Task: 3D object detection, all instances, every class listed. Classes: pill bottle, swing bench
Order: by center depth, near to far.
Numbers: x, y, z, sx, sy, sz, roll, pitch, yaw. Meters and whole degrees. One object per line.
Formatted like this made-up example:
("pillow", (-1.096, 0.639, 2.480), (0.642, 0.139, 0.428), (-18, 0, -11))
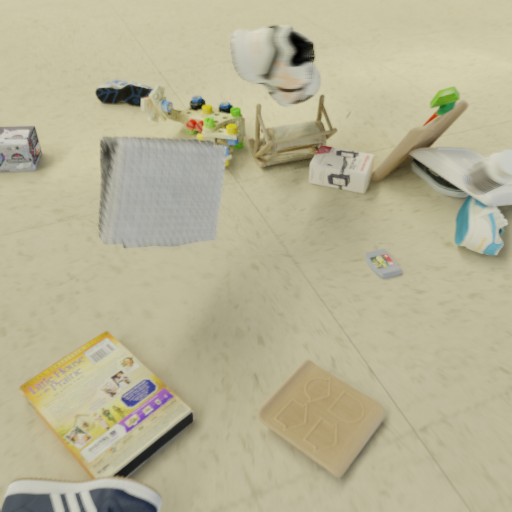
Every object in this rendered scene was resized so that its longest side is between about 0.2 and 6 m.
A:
("pill bottle", (2.698, -0.953, 6.382), (0.366, 0.644, 0.366), (3, 79, -14))
("swing bench", (0.838, -2.879, 13.592), (1.702, 1.711, 1.110), (-13, 73, -11))

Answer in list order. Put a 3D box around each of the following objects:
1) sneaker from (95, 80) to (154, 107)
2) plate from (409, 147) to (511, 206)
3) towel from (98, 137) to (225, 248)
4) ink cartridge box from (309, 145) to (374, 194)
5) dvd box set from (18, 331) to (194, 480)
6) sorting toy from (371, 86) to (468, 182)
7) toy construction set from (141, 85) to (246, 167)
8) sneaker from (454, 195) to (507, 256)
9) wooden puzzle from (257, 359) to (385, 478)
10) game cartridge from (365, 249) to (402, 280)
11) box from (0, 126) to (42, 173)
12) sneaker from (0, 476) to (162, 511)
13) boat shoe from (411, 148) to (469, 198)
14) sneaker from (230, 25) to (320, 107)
("sneaker", (-3.721, -4.853, 16.409), (1.890, 0.715, 0.728), (9, 45, 8))
("plate", (4.965, -1.890, 12.625), (2.293, 0.371, 2.298), (-6, 41, -39))
("towel", (-1.552, -1.041, 8.982), (2.065, 1.710, 0.884), (-6, 25, -39))
("ink cartridge box", (2.037, -2.064, 13.300), (1.357, 0.572, 0.982), (13, 43, 15))
("dvd box set", (-2.287, 2.251, 8.507), (2.251, 0.331, 1.647), (32, 50, 31))
("sorting toy", (3.907, -2.950, 12.738), (2.108, 2.851, 0.420), (-31, 77, -33))
("toy construction set", (-1.483, -3.411, 14.417), (2.914, 1.342, 1.910), (29, 48, 14))
("sneaker", (4.744, -0.782, 11.763), (0.857, 0.812, 2.122), (24, 47, 5))
("wooden puzzle", (0.970, 2.403, 8.360), (1.474, 0.341, 1.365), (32, 50, 25))
("game cartridge", (2.483, 0.153, 11.083), (0.498, 0.153, 0.748), (-16, 43, -12))
("box", (-6.160, -2.609, 13.731), (1.438, 0.825, 0.950), (-3, 41, -3))
("sneaker", (-2.250, 3.384, 6.872), (2.077, 0.728, 1.127), (-2, 36, 8))
("boat shoe", (4.313, -1.976, 13.163), (0.626, 0.616, 1.738), (-24, 46, -25))
("sneaker", (0.756, -3.854, 11.536), (1.266, 1.166, 3.164), (-4, 2, 28))
